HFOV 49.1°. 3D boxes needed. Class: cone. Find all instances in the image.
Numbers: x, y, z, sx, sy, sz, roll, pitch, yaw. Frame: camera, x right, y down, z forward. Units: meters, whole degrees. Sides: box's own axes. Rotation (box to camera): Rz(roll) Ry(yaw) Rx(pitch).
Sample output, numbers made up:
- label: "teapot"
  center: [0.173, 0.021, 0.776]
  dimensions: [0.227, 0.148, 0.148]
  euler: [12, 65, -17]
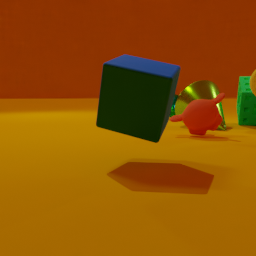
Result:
- label: "cone"
  center: [2.181, -0.324, 7.373]
  dimensions: [1.414, 1.414, 1.419]
  euler: [-2, 34, -19]

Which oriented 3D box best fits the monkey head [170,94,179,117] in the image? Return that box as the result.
- label: "monkey head"
  center: [1.811, -0.882, 10.411]
  dimensions: [1.400, 0.844, 1.007]
  euler: [43, -31, -27]

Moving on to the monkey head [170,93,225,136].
- label: "monkey head"
  center: [1.537, -0.319, 5.998]
  dimensions: [1.219, 0.735, 0.877]
  euler: [-26, 26, 17]

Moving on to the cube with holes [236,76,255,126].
- label: "cube with holes"
  center: [3.757, -0.788, 8.069]
  dimensions: [1.055, 1.055, 1.055]
  euler: [3, 35, 16]

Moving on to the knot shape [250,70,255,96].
- label: "knot shape"
  center: [3.148, -1.053, 5.532]
  dimensions: [1.126, 1.203, 0.556]
  euler: [14, 29, -7]

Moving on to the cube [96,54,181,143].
- label: "cube"
  center: [0.138, -0.388, 3.356]
  dimensions: [0.761, 0.761, 0.761]
  euler: [15, 25, 12]
